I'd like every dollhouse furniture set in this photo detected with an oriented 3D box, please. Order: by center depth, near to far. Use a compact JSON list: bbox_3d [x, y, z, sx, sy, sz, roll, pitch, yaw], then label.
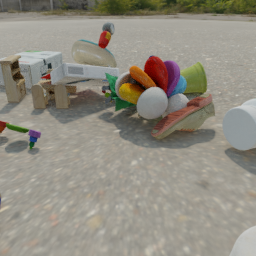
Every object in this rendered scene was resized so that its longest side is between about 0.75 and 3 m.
[{"bbox_3d":[-3.317,-1.889,10.693,2.461,1.601,2.261,0,26,0],"label":"dollhouse furniture set"}]

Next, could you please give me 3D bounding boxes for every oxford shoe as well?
[{"bbox_3d":[1.690,-0.169,8.120,2.193,0.810,0.776,-30,17,-12],"label":"oxford shoe"}]

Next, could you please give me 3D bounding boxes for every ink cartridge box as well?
[{"bbox_3d":[-1.831,-1.854,10.642,2.357,0.527,2.077,-4,-4,-41],"label":"ink cartridge box"},{"bbox_3d":[-4.576,-2.816,13.145,1.987,1.126,2.710,8,27,17],"label":"ink cartridge box"}]

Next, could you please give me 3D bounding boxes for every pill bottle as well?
[{"bbox_3d":[3.780,-0.202,7.490,2.332,1.319,1.319,-13,29,-26],"label":"pill bottle"}]

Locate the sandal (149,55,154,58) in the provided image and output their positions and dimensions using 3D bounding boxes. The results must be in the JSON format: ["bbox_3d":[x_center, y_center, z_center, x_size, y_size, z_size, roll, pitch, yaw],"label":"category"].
[{"bbox_3d":[1.237,-3.516,15.185,0.594,0.651,1.495,5,28,7],"label":"sandal"}]

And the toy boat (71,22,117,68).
[{"bbox_3d":[-1.093,-3.011,10.609,1.853,2.204,1.024,23,64,-17],"label":"toy boat"}]

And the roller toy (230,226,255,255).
[{"bbox_3d":[1.794,2.018,2.954,1.832,1.280,1.671,4,23,-16],"label":"roller toy"}]

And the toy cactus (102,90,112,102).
[{"bbox_3d":[-0.141,-1.264,10.675,1.494,0.764,1.233,-10,46,-25],"label":"toy cactus"}]

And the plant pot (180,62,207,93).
[{"bbox_3d":[2.426,-1.929,11.401,1.185,1.289,1.289,-13,26,-1],"label":"plant pot"}]

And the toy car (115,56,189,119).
[{"bbox_3d":[0.905,-1.318,8.777,2.352,1.764,2.058,8,24,-39],"label":"toy car"}]

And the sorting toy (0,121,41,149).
[{"bbox_3d":[-3.182,0.197,7.674,1.764,0.608,0.612,14,-4,21],"label":"sorting toy"}]

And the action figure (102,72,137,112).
[{"bbox_3d":[0.142,-1.213,10.015,2.326,1.374,0.636,-4,-10,-44],"label":"action figure"}]
